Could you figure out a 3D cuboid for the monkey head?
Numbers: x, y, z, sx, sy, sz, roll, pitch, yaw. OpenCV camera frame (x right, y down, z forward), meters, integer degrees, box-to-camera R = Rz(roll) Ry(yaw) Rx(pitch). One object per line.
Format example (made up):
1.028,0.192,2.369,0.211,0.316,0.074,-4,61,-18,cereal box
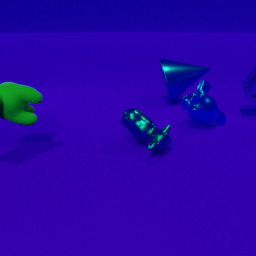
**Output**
1.904,-0.631,6.979,1.463,1.052,0.881,26,5,-36,monkey head

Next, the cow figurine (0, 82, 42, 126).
-2.347,-0.523,5.026,1.482,0.827,1.506,13,10,-27,cow figurine

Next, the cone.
1.900,-1.694,8.938,1.494,1.488,1.488,-14,19,7,cone

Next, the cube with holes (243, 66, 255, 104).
3.892,-1.196,7.647,0.977,0.977,0.977,27,40,-3,cube with holes

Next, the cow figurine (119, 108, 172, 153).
0.346,0.014,5.710,1.136,0.623,1.118,42,-6,-5,cow figurine
